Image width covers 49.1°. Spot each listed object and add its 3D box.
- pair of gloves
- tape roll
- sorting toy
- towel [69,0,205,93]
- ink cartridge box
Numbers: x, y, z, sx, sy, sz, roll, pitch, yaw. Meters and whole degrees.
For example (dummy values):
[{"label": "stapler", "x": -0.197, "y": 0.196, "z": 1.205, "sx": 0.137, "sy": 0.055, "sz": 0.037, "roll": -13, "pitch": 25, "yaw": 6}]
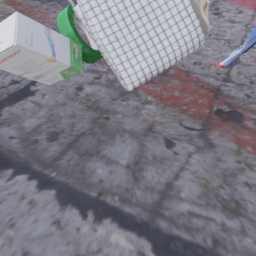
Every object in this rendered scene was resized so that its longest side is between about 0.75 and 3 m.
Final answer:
[{"label": "pair of gloves", "x": 2.556, "y": -1.843, "z": 5.732, "sx": 0.235, "sy": 1.657, "sz": 2.061, "roll": 50, "pitch": 27, "yaw": 5}, {"label": "tape roll", "x": -1.322, "y": -2.756, "z": 8.273, "sx": 0.409, "sy": 1.703, "sz": 1.703, "roll": -26, "pitch": 30, "yaw": 26}, {"label": "sorting toy", "x": 1.802, "y": -3.703, "z": 7.420, "sx": 1.023, "sy": 1.724, "sz": 1.915, "roll": 6, "pitch": 70, "yaw": 5}, {"label": "towel", "x": 0.180, "y": -2.690, "z": 6.938, "sx": 2.402, "sy": 2.901, "sz": 1.241, "roll": -31, "pitch": 9, "yaw": 1}, {"label": "ink cartridge box", "x": -2.315, "y": -1.856, "z": 6.970, "sx": 1.412, "sy": 0.851, "sz": 1.944, "roll": -12, "pitch": -13, "yaw": 36}]
